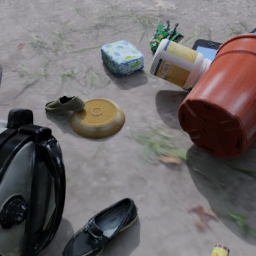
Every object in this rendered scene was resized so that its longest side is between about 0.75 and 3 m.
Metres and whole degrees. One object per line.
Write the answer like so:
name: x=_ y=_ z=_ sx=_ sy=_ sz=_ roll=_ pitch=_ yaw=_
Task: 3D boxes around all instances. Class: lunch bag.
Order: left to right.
lunch bag: x=-0.188 y=-2.559 z=10.150 sx=1.244 sy=0.638 sz=1.547 roll=-24 pitch=51 yaw=-20

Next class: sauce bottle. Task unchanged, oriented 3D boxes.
sauce bottle: x=1.668 y=2.702 z=5.330 sx=0.314 sy=0.314 sz=0.972 roll=21 pitch=49 yaw=19

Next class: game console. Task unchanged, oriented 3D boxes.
game console: x=3.218 y=-2.613 z=9.465 sx=2.353 sy=1.557 sz=2.676 roll=18 pitch=52 yaw=16

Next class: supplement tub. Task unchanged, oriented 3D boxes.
supplement tub: x=1.627 y=-1.950 z=8.792 sx=1.647 sy=1.191 sz=1.191 roll=24 pitch=49 yaw=4

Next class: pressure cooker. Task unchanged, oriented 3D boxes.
pressure cooker: x=-2.570 y=1.119 z=5.284 sx=2.941 sy=2.586 sz=2.627 roll=9 pitch=50 yaw=13

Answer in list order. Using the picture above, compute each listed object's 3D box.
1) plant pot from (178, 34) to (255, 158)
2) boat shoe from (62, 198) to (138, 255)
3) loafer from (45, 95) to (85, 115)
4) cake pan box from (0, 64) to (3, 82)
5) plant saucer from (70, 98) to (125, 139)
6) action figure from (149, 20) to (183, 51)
plant pot: x=2.750 y=-0.690 z=7.295 sx=2.521 sy=2.521 sz=2.452 roll=32 pitch=62 yaw=27
boat shoe: x=-0.549 y=2.057 z=5.734 sx=1.854 sy=0.615 sz=0.693 roll=-26 pitch=51 yaw=-23
loafer: x=-1.939 y=-0.756 z=8.344 sx=1.392 sy=0.485 sz=0.523 roll=-5 pitch=42 yaw=24
cake pan box: x=-5.286 y=-1.438 z=9.148 sx=1.980 sy=0.562 sz=2.150 roll=-10 pitch=47 yaw=-6
plant saucer: x=-0.916 y=-0.389 z=8.309 sx=1.670 sy=0.296 sz=1.670 roll=0 pitch=47 yaw=0
action figure: x=1.418 y=-3.712 z=11.375 sx=1.179 sy=0.546 sz=1.996 roll=22 pitch=54 yaw=16
